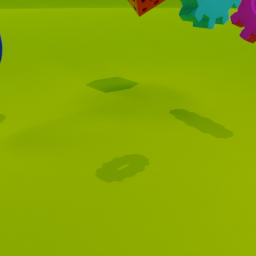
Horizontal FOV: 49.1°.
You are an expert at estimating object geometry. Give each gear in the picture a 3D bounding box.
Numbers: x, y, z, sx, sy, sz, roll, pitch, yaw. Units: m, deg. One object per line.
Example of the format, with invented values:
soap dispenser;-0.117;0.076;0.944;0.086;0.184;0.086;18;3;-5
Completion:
gear;2.798;-2.421;5.096;0.343;1.857;1.857;1;19;-40
gear;0.898;-1.670;2.944;1.157;1.157;0.214;-21;33;-37

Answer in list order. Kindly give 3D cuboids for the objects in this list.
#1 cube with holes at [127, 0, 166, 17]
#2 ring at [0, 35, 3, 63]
cube with holes;0.460;-4.271;7.949;1.226;1.226;1.226;-32;-14;0
ring;-3.489;-1.659;5.540;0.398;1.991;1.991;18;31;39
